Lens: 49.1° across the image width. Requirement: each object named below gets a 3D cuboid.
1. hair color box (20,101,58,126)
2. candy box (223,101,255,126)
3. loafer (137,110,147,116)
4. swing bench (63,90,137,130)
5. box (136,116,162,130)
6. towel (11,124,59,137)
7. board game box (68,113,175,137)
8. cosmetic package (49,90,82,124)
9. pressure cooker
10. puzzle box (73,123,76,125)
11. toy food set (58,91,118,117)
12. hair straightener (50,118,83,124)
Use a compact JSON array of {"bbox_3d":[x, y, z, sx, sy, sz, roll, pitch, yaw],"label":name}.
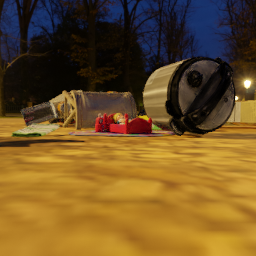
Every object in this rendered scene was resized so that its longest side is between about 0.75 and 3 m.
[{"bbox_3d":[-3.378,-0.540,10.911,1.072,0.656,2.165,-18,5,-10],"label":"hair color box"},{"bbox_3d":[3.651,-0.443,9.015,2.652,0.734,1.531,1,-3,29],"label":"candy box"},{"bbox_3d":[1.254,-0.265,8.558,2.162,0.777,0.680,-6,20,22],"label":"loafer"},{"bbox_3d":[-0.919,-0.579,8.596,1.817,1.185,1.827,-1,3,-26],"label":"swing bench"},{"bbox_3d":[1.126,-0.145,7.496,1.011,0.417,1.723,-1,0,-35],"label":"box"},{"bbox_3d":[-1.696,0.030,5.205,0.600,0.123,0.804,-2,10,8],"label":"towel"},{"bbox_3d":[-0.121,-0.099,5.860,2.240,0.436,1.770,0,2,15],"label":"board game box"},{"bbox_3d":[-3.089,-1.091,14.022,1.209,1.020,2.339,-9,18,14],"label":"cosmetic package"},{"bbox_3d":[1.172,-0.579,5.309,1.455,1.432,1.629,-4,3,-23],"label":"pressure cooker"},{"bbox_3d":[-1.548,-0.255,11.894,1.330,0.169,0.885,1,9,24],"label":"puzzle box"},{"bbox_3d":[-1.595,-0.857,12.686,2.838,1.355,1.277,-12,14,-28],"label":"toy food set"},{"bbox_3d":[-2.127,-0.222,11.140,1.932,0.395,0.743,-5,-2,-1],"label":"hair straightener"}]
